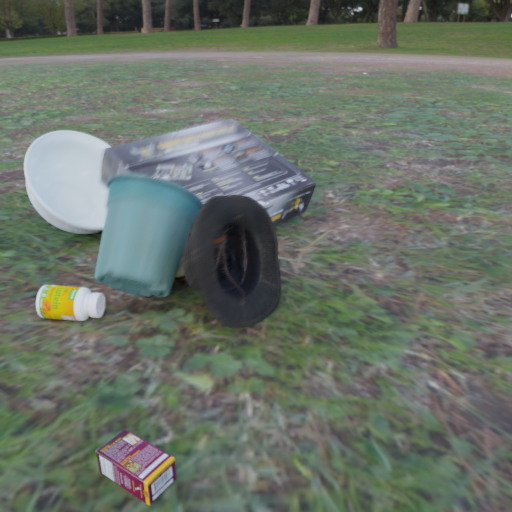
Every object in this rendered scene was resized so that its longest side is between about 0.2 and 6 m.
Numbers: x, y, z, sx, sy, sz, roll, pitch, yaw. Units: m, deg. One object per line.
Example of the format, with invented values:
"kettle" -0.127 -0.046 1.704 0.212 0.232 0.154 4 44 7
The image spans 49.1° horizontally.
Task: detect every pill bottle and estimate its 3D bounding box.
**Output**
"pill bottle" -2.998 0.772 9.108 0.978 0.543 0.543 3 26 6

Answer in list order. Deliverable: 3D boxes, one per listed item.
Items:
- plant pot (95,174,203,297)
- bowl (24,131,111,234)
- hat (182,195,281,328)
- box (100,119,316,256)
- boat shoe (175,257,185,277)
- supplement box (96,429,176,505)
"plant pot" -1.886 -0.261 9.404 1.685 1.685 1.650 6 71 13
"bowl" -4.007 -1.433 12.430 2.528 1.136 2.528 22 50 -29
"hat" -0.544 0.124 9.066 0.945 2.344 2.344 -10 17 35
"box" -1.002 -1.624 12.462 3.027 0.924 3.823 40 44 24
"boat shoe" -1.964 0.041 10.372 1.909 0.620 0.689 3 8 14
"supplement box" -1.319 2.304 6.160 0.795 0.340 0.439 17 31 31
